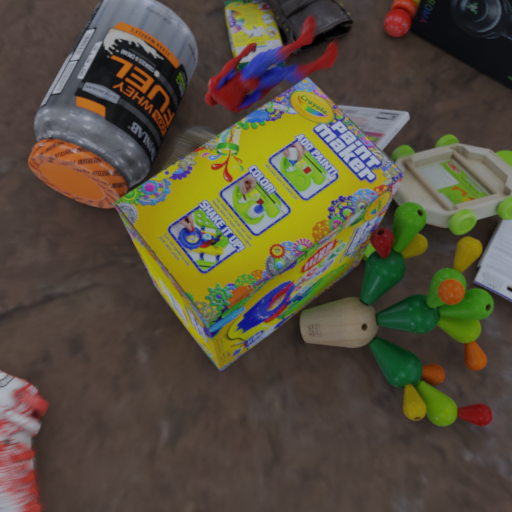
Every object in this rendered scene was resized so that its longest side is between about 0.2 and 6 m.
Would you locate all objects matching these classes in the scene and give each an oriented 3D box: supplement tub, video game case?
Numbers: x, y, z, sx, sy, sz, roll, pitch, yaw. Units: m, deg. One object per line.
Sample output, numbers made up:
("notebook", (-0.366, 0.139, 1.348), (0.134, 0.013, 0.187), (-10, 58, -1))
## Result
("supplement tub", (-2.223, -2.383, 8.789), (1.841, 1.841, 3.005), (16, 70, 6))
("video game case", (1.498, -1.913, 8.972), (1.432, 0.165, 1.305), (22, 62, 44))

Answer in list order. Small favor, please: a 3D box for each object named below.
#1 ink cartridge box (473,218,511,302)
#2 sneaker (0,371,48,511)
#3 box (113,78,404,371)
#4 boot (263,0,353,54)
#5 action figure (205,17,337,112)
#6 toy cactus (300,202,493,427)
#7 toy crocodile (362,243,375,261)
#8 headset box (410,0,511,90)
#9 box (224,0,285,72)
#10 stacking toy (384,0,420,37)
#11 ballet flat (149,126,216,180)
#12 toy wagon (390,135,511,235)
("ink cartridge box", (4.150, 0.210, 8.618), (1.328, 0.270, 1.330), (30, 72, 11))
("sneaker", (-3.159, 2.614, 7.151), (2.964, 0.990, 1.588), (41, 61, 14))
("box", (0.034, -0.232, 7.382), (2.772, 2.878, 1.756), (-36, 73, -13))
("boot", (0.959, -5.004, 10.420), (2.664, 0.922, 2.319), (-40, 84, -23))
("action figure", (0.044, -2.589, 7.970), (2.340, 0.766, 0.605), (-13, 56, 44))
("toy cactus", (1.852, 0.951, 7.583), (2.574, 1.595, 3.120), (-9, 109, 24))
("toy crocodile", (1.654, -0.259, 8.782), (0.423, 0.387, 1.252), (-34, 68, -11))
("headset box", (4.276, -4.256, 9.247), (2.704, 2.354, 1.254), (36, 72, 12))
("box", (-0.055, -4.077, 10.246), (0.892, 0.368, 1.520), (-9, 71, -4))
("stacking toy", (2.894, -4.807, 10.401), (0.753, 0.753, 1.763), (24, 77, 9))
("ballet flat", (-1.131, -0.988, 8.085), (0.755, 2.242, 0.520), (3, 61, -33))
("toy wagon", (3.323, -1.195, 8.749), (2.415, 0.478, 1.873), (-15, 46, -12))
